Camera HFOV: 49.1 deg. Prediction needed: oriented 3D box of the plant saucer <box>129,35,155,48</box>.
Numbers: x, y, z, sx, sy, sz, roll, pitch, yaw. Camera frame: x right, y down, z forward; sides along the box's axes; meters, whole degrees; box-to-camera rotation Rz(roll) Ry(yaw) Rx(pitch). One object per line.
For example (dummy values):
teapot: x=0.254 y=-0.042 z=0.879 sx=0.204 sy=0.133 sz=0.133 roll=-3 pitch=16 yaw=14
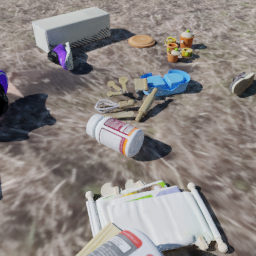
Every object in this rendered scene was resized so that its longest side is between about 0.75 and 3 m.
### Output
plant saucer: x=0.570 y=-3.652 z=11.724 sx=1.098 sy=0.177 sz=1.098 roll=-1 pitch=40 yaw=1

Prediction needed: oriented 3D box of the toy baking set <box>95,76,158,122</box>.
toy baking set: x=-0.081 y=-0.753 z=8.116 sx=1.547 sy=0.234 sz=2.015 roll=16 pitch=59 yaw=17

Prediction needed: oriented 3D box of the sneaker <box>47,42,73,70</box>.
sneaker: x=-2.471 y=-2.527 z=10.126 sx=0.870 sy=0.608 sz=1.750 roll=-10 pitch=36 yaw=-5

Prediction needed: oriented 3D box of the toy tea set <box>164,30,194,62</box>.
toy tea set: x=2.005 y=-3.240 z=10.809 sx=1.152 sy=0.717 sz=1.937 roll=3 pitch=40 yaw=4

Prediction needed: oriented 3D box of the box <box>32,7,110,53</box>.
box: x=-2.243 y=-4.069 z=11.551 sx=2.999 sy=1.025 sz=1.232 roll=-27 pitch=47 yaw=-28

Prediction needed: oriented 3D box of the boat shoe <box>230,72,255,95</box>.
boat shoe: x=3.547 y=-1.455 z=8.907 sx=0.453 sy=0.502 sz=1.396 roll=27 pitch=43 yaw=36

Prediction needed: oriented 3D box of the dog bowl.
dog bowl: x=1.160 y=-1.416 z=8.903 sx=1.616 sy=0.400 sz=0.901 roll=-10 pitch=41 yaw=-12

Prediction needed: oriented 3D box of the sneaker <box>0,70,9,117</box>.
sneaker: x=-3.547 y=-0.763 z=7.464 sx=1.125 sy=0.787 sz=2.263 roll=-14 pitch=47 yaw=26

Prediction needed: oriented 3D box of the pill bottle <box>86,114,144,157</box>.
pill bottle: x=-0.326 y=0.147 z=6.808 sx=1.298 sy=0.711 sz=0.711 roll=24 pitch=46 yaw=26

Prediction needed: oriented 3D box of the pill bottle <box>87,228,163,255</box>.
pill bottle: x=-0.489 y=2.422 z=3.705 sx=2.166 sy=1.255 sz=1.255 roll=-25 pitch=46 yaw=-26

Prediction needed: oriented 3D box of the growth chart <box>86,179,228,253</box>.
growth chart: x=0.428 y=1.675 z=5.388 sx=2.440 sy=0.216 sz=1.766 roll=-5 pitch=40 yaw=-6

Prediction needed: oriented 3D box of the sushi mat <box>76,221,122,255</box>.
sushi mat: x=-0.482 y=2.037 z=4.844 sx=0.418 sy=0.053 sz=0.874 roll=26 pitch=50 yaw=33
